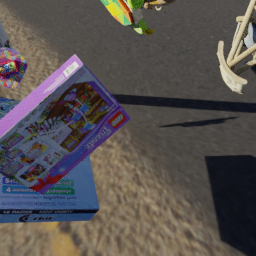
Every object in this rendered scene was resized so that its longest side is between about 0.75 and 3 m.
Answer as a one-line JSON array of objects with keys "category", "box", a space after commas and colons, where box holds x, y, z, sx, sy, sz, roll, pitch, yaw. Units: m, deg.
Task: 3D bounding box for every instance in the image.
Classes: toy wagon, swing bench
[{"category": "toy wagon", "box": [-0.224, -3.883, 8.576, 0.557, 2.815, 2.184, -43, 25, -2]}, {"category": "swing bench", "box": [2.787, -1.805, 6.586, 1.087, 1.675, 1.666, 40, 12, 16]}]

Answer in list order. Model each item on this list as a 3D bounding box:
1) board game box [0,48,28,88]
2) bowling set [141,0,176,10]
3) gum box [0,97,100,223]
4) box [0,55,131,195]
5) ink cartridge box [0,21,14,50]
[{"category": "board game box", "box": [-3.040, -1.468, 7.022, 0.810, 1.025, 0.200, 30, 18, -13]}, {"category": "bowling set", "box": [0.240, -4.890, 9.444, 1.524, 2.838, 1.976, 5, 52, 45]}, {"category": "gum box", "box": [-1.759, 0.535, 5.292, 2.061, 0.540, 2.426, 9, 46, -30]}, {"category": "box", "box": [-0.902, 0.041, 3.553, 1.654, 1.132, 0.323, -40, 46, 2]}, {"category": "ink cartridge box", "box": [-4.039, -2.501, 7.179, 1.628, 2.729, 0.573, 6, 62, -1]}]
